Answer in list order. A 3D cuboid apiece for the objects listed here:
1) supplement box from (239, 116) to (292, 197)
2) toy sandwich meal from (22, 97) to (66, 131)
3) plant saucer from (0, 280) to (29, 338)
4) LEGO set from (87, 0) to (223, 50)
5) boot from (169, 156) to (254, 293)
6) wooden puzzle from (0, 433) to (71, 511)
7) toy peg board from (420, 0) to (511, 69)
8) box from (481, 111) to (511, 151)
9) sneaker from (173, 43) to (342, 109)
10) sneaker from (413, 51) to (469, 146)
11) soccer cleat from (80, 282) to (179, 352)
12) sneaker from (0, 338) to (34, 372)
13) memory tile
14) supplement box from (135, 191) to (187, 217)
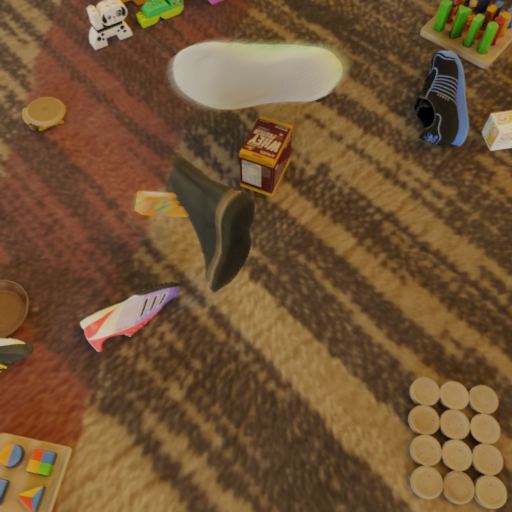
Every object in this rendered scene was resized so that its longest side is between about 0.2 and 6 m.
[{"bbox_3d":[0.209,-2.101,11.839,0.748,1.127,1.112,20,63,11],"label":"supplement box"},{"bbox_3d":[-4.885,-3.262,12.958,0.992,0.340,0.992,2,60,-3],"label":"toy sandwich meal"},{"bbox_3d":[-4.909,1.061,10.625,1.233,0.225,1.233,0,60,0],"label":"plant saucer"},{"bbox_3d":[-2.676,-7.152,14.264,4.249,1.744,1.621,-29,64,-15],"label":"LEGO set"},{"bbox_3d":[-0.888,-0.546,9.726,1.558,2.253,0.873,37,47,20],"label":"boot"},{"bbox_3d":[-3.861,3.625,9.166,1.340,0.310,1.241,9,62,5],"label":"wooden puzzle"},{"bbox_3d":[5.563,-6.006,14.089,1.946,0.952,1.937,37,68,18],"label":"toy peg board"},{"bbox_3d":[5.767,-2.834,12.526,1.133,0.637,0.574,-9,61,-4],"label":"box"},{"bbox_3d":[0.113,-3.738,11.622,3.376,1.242,1.991,9,23,17],"label":"sneaker"},{"bbox_3d":[4.134,-3.696,12.836,1.024,0.922,2.630,4,62,-6],"label":"sneaker"},{"bbox_3d":[-2.252,1.090,10.455,1.932,0.659,0.707,-25,84,-15],"label":"soccer cleat"},{"bbox_3d":[-4.831,2.042,9.896,1.911,0.711,0.808,-18,68,0],"label":"sneaker"},{"bbox_3d":[3.377,3.131,9.521,1.554,0.170,2.028,6,62,4],"label":"memory tile"},{"bbox_3d":[-1.638,-0.954,10.428,1.160,0.386,0.399,0,21,-33],"label":"supplement box"}]
